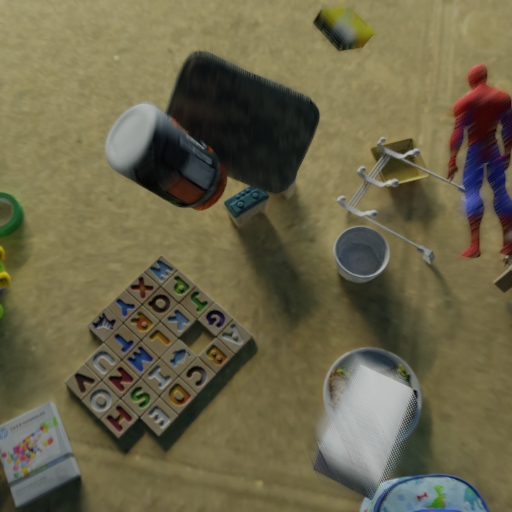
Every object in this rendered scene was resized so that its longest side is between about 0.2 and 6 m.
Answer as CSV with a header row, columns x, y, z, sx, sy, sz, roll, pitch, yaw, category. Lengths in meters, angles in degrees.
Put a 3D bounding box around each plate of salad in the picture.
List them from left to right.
x,y,z,sx,sy,sz,roll,pitch,yaw,category
2.137,2.539,10.200,1.812,0.435,1.812,0,67,0,plate of salad

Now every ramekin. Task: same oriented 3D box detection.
x,y,z,sx,sy,sz,roll,pitch,yaw,category
2.061,0.022,11.154,1.100,0.578,1.100,0,67,0,ramekin

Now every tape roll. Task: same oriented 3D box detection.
x,y,z,sx,sy,sz,roll,pitch,yaw,category
-5.397,-0.848,11.695,0.987,0.237,0.987,0,68,0,tape roll

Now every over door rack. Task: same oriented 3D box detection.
x,y,z,sx,sy,sz,roll,pitch,yaw,category
3.067,-1.210,11.416,2.319,0.772,1.713,34,83,13,over door rack

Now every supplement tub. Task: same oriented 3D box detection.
x,y,z,sx,sy,sz,roll,pitch,yaw,category
-1.183,-1.286,7.740,0.982,1.604,0.982,-15,62,31,supplement tub

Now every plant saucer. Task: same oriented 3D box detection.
x,y,z,sx,sy,sz,roll,pitch,yaw,category
3.081,-1.972,12.149,1.037,0.251,1.037,-14,68,-6,plant saucer

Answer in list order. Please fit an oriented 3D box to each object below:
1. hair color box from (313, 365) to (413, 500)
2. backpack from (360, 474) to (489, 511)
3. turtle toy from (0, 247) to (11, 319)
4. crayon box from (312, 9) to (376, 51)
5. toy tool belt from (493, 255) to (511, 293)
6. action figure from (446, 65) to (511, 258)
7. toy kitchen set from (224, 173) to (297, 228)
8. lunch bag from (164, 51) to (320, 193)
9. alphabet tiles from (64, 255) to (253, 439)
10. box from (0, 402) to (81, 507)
x,y,z,sx,sy,sz,roll,pitch,yaw,category
1.216,1.913,6.250,0.687,0.416,1.374,23,38,17,hair color box
2.751,4.639,8.650,2.147,1.724,2.346,-2,64,-5,backpack
-5.315,0.582,10.791,1.138,0.789,1.561,-15,70,-21,turtle toy
1.529,-3.886,9.587,0.694,0.278,1.093,51,43,10,crayon box
5.882,0.332,10.800,2.223,1.388,1.366,17,100,10,toy tool belt
3.685,-1.545,9.125,1.003,0.793,3.067,-3,95,9,action figure
-0.307,-2.016,11.612,1.729,1.272,2.159,-32,71,-12,toy kitchen set
-0.259,-2.204,9.426,2.430,2.038,1.693,21,105,-8,lunch bag
-2.010,1.792,10.681,2.547,0.115,3.047,40,73,14,alphabet tiles
-3.885,3.483,9.893,1.106,0.292,1.419,-25,69,-10,box
